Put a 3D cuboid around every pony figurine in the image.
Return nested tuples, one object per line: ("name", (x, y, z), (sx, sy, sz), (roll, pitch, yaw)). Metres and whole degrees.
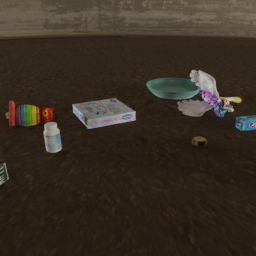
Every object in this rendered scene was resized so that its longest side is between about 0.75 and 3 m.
("pony figurine", (3.617, -1.295, 12.162), (2.278, 1.965, 2.360), (25, 18, 27))

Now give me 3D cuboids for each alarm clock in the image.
("alarm clock", (2.463, 0.424, 9.725), (0.526, 0.260, 0.780), (-2, 26, -4))

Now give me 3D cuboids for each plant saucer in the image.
("plant saucer", (2.485, -2.105, 15.145), (2.990, 0.537, 2.990), (0, 24, 0))

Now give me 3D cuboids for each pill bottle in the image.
("pill bottle", (-2.476, 0.300, 9.164), (0.502, 0.924, 0.502), (-1, 23, 0))

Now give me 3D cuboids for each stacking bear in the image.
("stacking bear", (-3.821, -0.510, 11.137), (1.624, 0.986, 0.924), (-1, -17, -19))

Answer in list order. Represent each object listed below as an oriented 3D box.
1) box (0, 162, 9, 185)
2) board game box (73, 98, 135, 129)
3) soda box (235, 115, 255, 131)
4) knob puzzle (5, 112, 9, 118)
("box", (-4.812, 1.519, 6.788), (2.508, 0.617, 2.597), (5, 24, 18))
("board game box", (-1.068, -0.683, 12.018), (2.088, 0.431, 2.093), (-11, 26, -23))
("soda box", (4.920, -0.221, 10.983), (1.329, 0.426, 0.451), (-5, 24, -13))
("knob puzzle", (-4.951, -0.696, 12.422), (1.018, 0.141, 1.018), (0, 24, 0))
